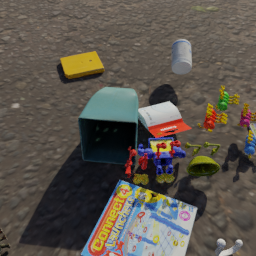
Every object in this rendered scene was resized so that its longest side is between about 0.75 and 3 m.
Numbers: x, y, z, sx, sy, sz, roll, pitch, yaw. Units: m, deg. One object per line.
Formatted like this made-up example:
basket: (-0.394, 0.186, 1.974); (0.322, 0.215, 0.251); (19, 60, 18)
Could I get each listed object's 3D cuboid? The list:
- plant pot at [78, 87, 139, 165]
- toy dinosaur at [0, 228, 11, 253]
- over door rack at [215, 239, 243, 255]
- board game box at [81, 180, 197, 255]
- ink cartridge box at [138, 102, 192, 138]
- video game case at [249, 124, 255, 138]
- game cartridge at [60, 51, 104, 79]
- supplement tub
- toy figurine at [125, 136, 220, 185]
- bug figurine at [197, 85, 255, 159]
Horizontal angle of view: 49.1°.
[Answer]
plant pot: (-0.488, -0.291, 9.701); (1.780, 1.779, 2.518); (4, 38, 4)
toy dinosaur: (-3.588, 2.984, 7.194); (0.841, 0.633, 1.645); (-28, 54, -33)
over door rack: (2.031, 3.584, 5.769); (2.973, 0.990, 2.197); (1, 40, -31)
board game box: (0.372, 2.799, 7.327); (2.321, 0.663, 2.371); (17, 48, 15)
ink cartridge box: (1.280, -0.346, 10.275); (1.418, 0.419, 1.772); (-14, 30, -15)
video game case: (5.034, 0.223, 10.253); (0.942, 0.114, 1.035); (-2, 46, -2)
game cartridge: (-2.193, -2.997, 13.322); (1.803, 0.292, 1.590); (-15, 48, -11)
supplement tub: (2.316, -3.088, 12.140); (0.870, 0.870, 1.318); (3, 63, 3)
toy figurine: (1.314, 0.614, 8.940); (2.857, 1.507, 1.711); (-4, 33, 2)
bug figurine: (3.590, -0.225, 9.571); (2.545, 0.655, 1.974); (31, 60, -11)
